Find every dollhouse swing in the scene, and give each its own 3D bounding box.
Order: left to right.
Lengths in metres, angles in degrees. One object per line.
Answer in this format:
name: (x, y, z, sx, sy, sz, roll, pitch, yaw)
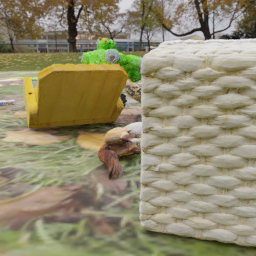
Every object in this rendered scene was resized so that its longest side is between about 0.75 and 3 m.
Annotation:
dollhouse swing: (-1.734, -1.505, 8.934, 2.947, 2.590, 2.678, -6, 45, -23)

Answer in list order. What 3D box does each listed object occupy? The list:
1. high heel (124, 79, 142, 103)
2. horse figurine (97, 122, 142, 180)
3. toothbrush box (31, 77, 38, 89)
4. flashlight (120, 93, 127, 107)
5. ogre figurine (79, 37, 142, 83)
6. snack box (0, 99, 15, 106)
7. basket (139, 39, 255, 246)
high heel: (0.399, -1.858, 10.756, 2.562, 1.826, 0.915, -4, -17, 28)
horse figurine: (0.360, 0.244, 6.364, 2.922, 0.729, 1.936, -20, 12, -39)
toothbrush box: (-2.885, -1.696, 12.184, 1.879, 1.111, 2.580, 8, 16, 30)
flashlight: (-0.979, -1.415, 12.986, 2.039, 0.693, 0.690, 6, -18, 40)
ogre figurine: (-0.429, -1.969, 8.711, 1.563, 1.279, 2.607, 14, 19, -39)
snack box: (-6.160, -1.155, 13.113, 1.556, 0.189, 0.559, -12, 19, -39)
basket: (1.439, 0.038, 3.895, 2.492, 2.470, 2.004, 4, 17, 16)
